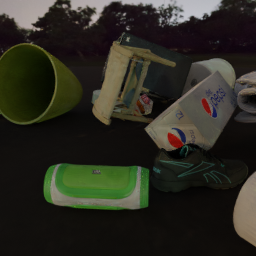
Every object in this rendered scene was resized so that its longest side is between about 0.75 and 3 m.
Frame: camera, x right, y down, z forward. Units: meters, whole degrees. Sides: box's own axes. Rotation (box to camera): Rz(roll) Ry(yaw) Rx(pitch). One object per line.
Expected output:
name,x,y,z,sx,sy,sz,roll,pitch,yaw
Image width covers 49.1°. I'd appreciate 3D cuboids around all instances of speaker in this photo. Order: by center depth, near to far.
speaker,2.105,1.113,2.302,0.964,0.964,2.375,-8,17,-28
speaker,-0.423,0.831,4.026,1.438,0.636,0.636,1,15,5

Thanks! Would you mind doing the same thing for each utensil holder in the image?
utensil holder,3.532,-2.140,12.703,1.894,1.894,2.229,12,21,39

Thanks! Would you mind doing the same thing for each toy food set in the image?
toy food set,0.290,-0.800,9.031,0.876,1.378,0.217,19,-23,-10

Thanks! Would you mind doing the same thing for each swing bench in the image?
swing bench,0.012,-1.119,7.083,1.771,1.761,1.149,-2,30,-45

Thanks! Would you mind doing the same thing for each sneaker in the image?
sneaker,1.242,0.630,4.663,1.739,0.689,0.656,-3,14,-16
sneaker,3.151,-0.866,6.868,1.710,1.118,2.975,-6,15,-13

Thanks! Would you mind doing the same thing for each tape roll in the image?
tape roll,-0.209,-0.995,10.483,2.308,0.422,2.308,9,15,-2

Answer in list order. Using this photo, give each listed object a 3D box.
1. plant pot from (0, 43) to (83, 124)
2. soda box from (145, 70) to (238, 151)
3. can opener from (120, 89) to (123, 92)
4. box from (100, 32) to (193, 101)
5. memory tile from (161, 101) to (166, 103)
plant pot,-2.683,-1.307,9.485,2.399,2.399,2.564,6,2,20
soda box,1.585,-0.357,6.232,0.941,1.013,2.968,-39,-1,38
can opener,0.083,-1.977,15.135,1.259,0.495,0.399,-12,58,-29
box,0.587,-2.292,11.272,2.812,1.743,2.764,17,0,-13
memory tile,1.827,-2.240,13.106,0.222,2.024,2.641,23,11,-13
